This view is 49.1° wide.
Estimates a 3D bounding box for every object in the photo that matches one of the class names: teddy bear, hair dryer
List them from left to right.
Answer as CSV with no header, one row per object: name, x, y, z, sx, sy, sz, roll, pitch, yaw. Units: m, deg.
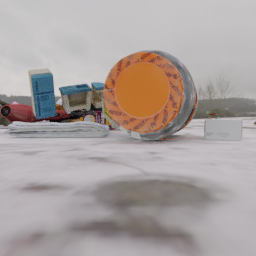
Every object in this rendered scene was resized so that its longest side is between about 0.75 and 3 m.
hair dryer,-2.467,-0.454,8.355,2.648,0.719,2.017,-2,-14,-42
teddy bear,-2.205,-0.361,11.147,2.006,0.924,2.766,16,4,35

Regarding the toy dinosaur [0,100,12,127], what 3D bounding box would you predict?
toy dinosaur,-4.780,-0.517,10.988,1.325,0.997,2.591,19,11,0

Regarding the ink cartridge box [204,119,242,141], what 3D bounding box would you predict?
ink cartridge box,1.890,0.015,5.608,0.689,0.396,0.950,1,2,16

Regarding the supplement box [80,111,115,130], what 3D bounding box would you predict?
supplement box,-1.057,-0.259,9.699,1.162,0.641,0.498,0,2,14

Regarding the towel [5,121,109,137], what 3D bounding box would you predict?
towel,-1.524,-0.010,7.114,2.090,0.339,2.846,0,2,-2

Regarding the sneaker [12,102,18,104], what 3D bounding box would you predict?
sneaker,-5.035,-0.471,13.692,1.407,1.165,2.949,23,-3,-13

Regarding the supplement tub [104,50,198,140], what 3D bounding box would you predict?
supplement tub,0.553,-0.600,5.650,1.631,1.631,2.661,1,2,16

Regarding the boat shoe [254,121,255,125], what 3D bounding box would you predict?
boat shoe,6.753,-0.264,13.567,1.205,0.442,0.378,-11,-1,40

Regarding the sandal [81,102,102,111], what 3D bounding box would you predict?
sandal,-1.414,-1.102,12.074,2.698,0.578,1.026,9,-37,-2

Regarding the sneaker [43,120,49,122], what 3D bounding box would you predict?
sneaker,-2.813,-0.290,9.689,1.060,0.421,0.416,-20,-6,30

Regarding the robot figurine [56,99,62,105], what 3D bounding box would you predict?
robot figurine,-3.030,-1.019,16.544,2.892,1.633,2.453,0,36,-9

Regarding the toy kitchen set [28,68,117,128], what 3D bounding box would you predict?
toy kitchen set,-1.265,-0.753,7.250,2.127,1.253,1.704,-13,35,-25

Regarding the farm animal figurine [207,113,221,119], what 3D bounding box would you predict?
farm animal figurine,3.932,-0.306,13.171,0.398,0.762,0.754,-10,41,-35
